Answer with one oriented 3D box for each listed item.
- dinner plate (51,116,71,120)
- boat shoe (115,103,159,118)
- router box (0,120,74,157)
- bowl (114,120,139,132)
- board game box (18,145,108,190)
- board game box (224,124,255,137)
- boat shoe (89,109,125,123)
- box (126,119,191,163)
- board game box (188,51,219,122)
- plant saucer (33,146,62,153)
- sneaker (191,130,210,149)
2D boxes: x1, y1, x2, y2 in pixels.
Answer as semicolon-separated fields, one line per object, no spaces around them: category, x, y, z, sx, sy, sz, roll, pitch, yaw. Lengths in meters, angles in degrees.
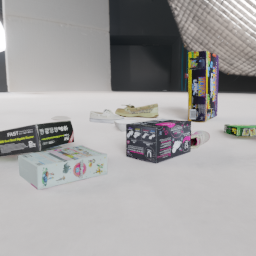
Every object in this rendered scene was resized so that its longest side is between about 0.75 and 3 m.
dinner plate;-3.076;-0.471;12.884;0.899;0.109;0.899;1;9;0
boat shoe;0.430;-0.892;13.698;2.193;0.687;0.804;3;10;16
router box;-2.245;0.256;6.121;1.732;0.538;1.298;-10;1;20
bowl;-0.022;-0.083;10.005;0.881;0.329;0.879;-3;10;-13
board game box;-1.198;0.677;5.186;1.342;0.431;0.990;-8;12;-37
board game box;4.624;0.081;8.719;2.841;0.333;1.489;1;6;5
boat shoe;-0.903;-0.523;11.897;1.604;0.560;0.569;4;10;23
box;0.730;0.258;6.555;0.923;0.801;1.397;7;10;42
board game box;3.452;-1.870;12.683;0.835;2.947;2.436;4;11;30
plant saucer;-2.104;0.458;7.169;0.807;0.202;0.807;0;10;0
sneaker;1.784;0.338;7.357;1.069;0.435;0.471;-14;16;-26
